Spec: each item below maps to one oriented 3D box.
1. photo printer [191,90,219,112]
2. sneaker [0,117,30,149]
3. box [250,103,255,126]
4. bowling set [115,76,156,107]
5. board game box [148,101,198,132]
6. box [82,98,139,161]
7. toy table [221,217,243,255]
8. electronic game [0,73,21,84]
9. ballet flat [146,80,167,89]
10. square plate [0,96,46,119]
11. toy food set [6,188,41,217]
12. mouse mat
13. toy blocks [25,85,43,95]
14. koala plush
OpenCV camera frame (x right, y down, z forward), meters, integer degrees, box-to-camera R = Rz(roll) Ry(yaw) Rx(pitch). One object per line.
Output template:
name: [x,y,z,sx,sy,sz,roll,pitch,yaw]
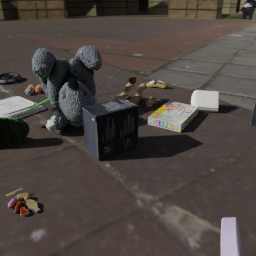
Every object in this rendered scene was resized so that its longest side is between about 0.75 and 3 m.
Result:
photo printer: [2.936,-1.035,10.710,1.018,0.354,0.847,6,64,12]
sneaker: [-4.196,-0.016,8.351,2.506,0.978,1.067,-1,26,-1]
box: [5.084,-0.540,9.566,1.354,0.841,1.365,15,30,30]
bowling set: [0.362,-1.570,11.334,1.709,1.189,0.917,11,27,13]
board game box: [1.644,-0.454,9.966,1.193,0.304,1.775,15,30,27]
box: [-0.467,-0.002,7.880,1.377,1.354,0.808,-17,31,-30]
toy table: [1.868,2.024,3.467,1.240,1.946,2.117,-7,36,22]
electronic game: [-6.047,-2.500,14.124,1.277,0.266,1.277,0,32,0]
ballet flat: [1.335,-2.085,13.218,1.082,0.341,0.371,9,28,18]
square plate: [-4.502,-0.772,10.662,1.957,0.278,1.939,21,34,35]
toy food set: [-2.277,1.641,5.995,0.519,0.128,0.816,-21,41,-35]
mouse mat: [-2.953,-0.756,9.156,1.257,0.047,1.012,-16,21,36]
toy blocks: [-4.202,-1.682,12.474,0.650,0.283,0.780,-1,27,-2]
koala plush: [-1.849,-1.072,9.676,2.407,2.494,2.714,-11,49,-18]
